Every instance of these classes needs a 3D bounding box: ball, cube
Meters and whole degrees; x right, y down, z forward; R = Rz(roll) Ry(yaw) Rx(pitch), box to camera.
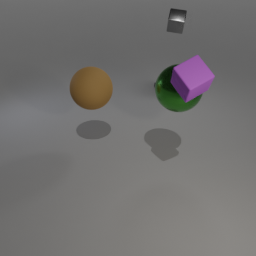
[{"bbox_3d":[-1.196,-1.292,9.150,1.400,1.400,1.400,0,29,0],"label":"ball"},{"bbox_3d":[1.534,-1.180,6.770,0.700,0.700,0.700,-29,72,-8],"label":"cube"},{"bbox_3d":[1.491,-1.160,8.200,1.400,1.400,1.400,0,29,0],"label":"ball"},{"bbox_3d":[2.097,-4.617,12.104,0.700,0.700,0.700,11,65,6],"label":"cube"}]
